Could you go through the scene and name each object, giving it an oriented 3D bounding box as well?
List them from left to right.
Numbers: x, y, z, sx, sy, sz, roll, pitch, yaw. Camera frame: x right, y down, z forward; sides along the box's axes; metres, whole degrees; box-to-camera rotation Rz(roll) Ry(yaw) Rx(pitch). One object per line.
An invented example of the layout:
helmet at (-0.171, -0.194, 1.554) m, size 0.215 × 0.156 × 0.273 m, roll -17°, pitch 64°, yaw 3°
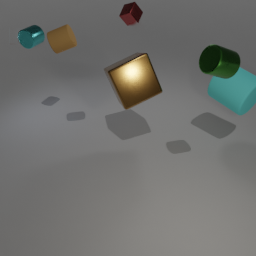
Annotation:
cylinder at (-3.586, -3.391, 10.414) m, size 0.700 × 0.700 × 0.700 m, roll 12°, pitch 37°, yaw 18°
cylinder at (-2.064, -2.787, 8.788) m, size 0.700 × 0.700 × 0.700 m, roll -19°, pitch 32°, yaw 8°
cube at (0.149, -5.347, 13.146) m, size 0.700 × 0.700 × 0.700 m, roll 8°, pitch 70°, yaw 42°
cube at (0.142, -1.650, 9.625) m, size 1.400 × 1.400 × 1.400 m, roll -26°, pitch 19°, yaw -3°
cylinder at (2.203, -1.589, 6.755) m, size 0.700 × 0.700 × 0.700 m, roll 6°, pitch 26°, yaw -32°
cylinder at (3.816, -1.389, 9.933) m, size 1.400 × 1.400 × 1.400 m, roll -25°, pitch 52°, yaw -34°
